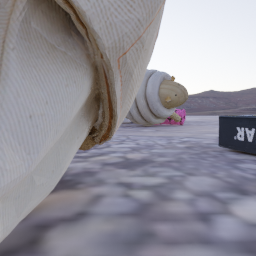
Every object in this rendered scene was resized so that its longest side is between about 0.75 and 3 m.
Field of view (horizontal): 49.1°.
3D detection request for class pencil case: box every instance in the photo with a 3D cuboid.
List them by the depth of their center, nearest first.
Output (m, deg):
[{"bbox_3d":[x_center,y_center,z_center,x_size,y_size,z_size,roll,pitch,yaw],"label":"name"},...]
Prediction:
[{"bbox_3d":[1.278,-0.389,9.475,1.379,0.626,0.646,4,2,26],"label":"pencil case"}]

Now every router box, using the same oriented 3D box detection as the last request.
[{"bbox_3d":[1.703,0.069,2.498,1.098,0.376,1.472,-1,3,-17],"label":"router box"}]

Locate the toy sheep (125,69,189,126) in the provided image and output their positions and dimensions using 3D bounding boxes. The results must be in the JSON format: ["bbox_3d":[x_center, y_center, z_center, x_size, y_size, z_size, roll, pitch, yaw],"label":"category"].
[{"bbox_3d":[0.543,-0.896,8.491,2.755,1.900,1.900,-6,-1,39],"label":"toy sheep"}]

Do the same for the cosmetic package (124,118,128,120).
[{"bbox_3d":[-0.515,-0.770,11.851,2.244,0.769,2.977,-11,8,-30],"label":"cosmetic package"}]

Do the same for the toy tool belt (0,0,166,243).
[{"bbox_3d":[-0.799,-0.607,1.568,1.728,1.701,2.767,11,-2,-13],"label":"toy tool belt"}]
